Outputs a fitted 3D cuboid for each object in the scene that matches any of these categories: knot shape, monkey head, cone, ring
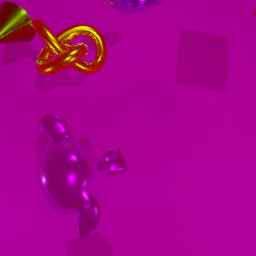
[{"bbox_3d":[-1.168,-1.681,5.905,1.592,0.786,1.701,-4,48,-28],"label":"knot shape"},{"bbox_3d":[-0.695,0.665,4.406,1.371,1.148,1.906,-22,74,-5],"label":"monkey head"},{"bbox_3d":[-2.840,-2.161,6.377,1.012,1.012,1.016,24,53,7],"label":"cone"},{"bbox_3d":[0.295,-2.612,5.248,1.398,1.398,0.280,-18,86,-6],"label":"ring"}]

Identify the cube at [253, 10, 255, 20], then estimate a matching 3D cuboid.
[{"bbox_3d":[3.424,-2.003,5.029,1.371,1.371,1.371,15,49,-21],"label":"cube"}]
